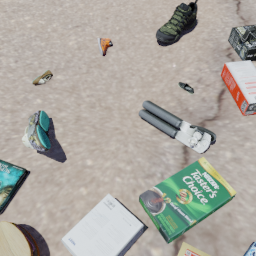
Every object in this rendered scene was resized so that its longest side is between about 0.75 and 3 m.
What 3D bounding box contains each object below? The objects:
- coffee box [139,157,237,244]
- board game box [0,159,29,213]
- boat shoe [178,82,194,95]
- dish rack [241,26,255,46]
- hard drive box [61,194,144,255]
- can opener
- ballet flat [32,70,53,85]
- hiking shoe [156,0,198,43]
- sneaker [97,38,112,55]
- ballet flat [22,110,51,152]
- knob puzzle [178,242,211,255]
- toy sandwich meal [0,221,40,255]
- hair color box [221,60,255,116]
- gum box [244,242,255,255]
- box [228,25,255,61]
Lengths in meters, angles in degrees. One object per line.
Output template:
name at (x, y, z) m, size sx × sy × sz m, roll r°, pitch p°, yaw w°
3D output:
coffee box at (1.731, 2.027, 8.232) m, size 2.494 × 0.548 × 1.534 m, roll -25°, pitch 56°, yaw -18°
board game box at (-4.505, 1.601, 8.723) m, size 2.254 × 0.317 × 1.525 m, roll 16°, pitch 53°, yaw 13°
boat shoe at (2.357, -1.677, 11.331) m, size 0.308 × 0.273 × 0.824 m, roll -28°, pitch 57°, yaw -20°
dish rack at (6.165, -3.547, 11.718) m, size 1.812 × 0.644 × 2.362 m, roll -20°, pitch 59°, yaw -13°
hard drive box at (-0.651, 2.882, 7.483) m, size 1.360 × 0.670 × 1.745 m, roll 37°, pitch 60°, yaw 25°
can opener at (1.675, -0.073, 9.917) m, size 2.831 × 0.745 × 0.941 m, roll 31°, pitch 23°, yaw 20°
ballet flat at (-3.511, -2.047, 11.644) m, size 0.357 × 0.334 × 0.986 m, roll 39°, pitch 55°, yaw 5°
hiking shoe at (2.320, -5.175, 13.326) m, size 1.097 × 1.459 × 2.898 m, roll 33°, pitch 59°, yaw 23°
sneaker at (-1.030, -3.825, 12.913) m, size 0.654 × 0.453 × 1.167 m, roll -9°, pitch 52°, yaw -5°
ballet flat at (-2.999, 0.223, 9.156) m, size 0.892 × 0.892 × 2.479 m, roll -12°, pitch 28°, yaw -9°
knob puzzle at (1.674, 3.674, 7.185) m, size 1.206 × 0.167 × 1.206 m, roll 0°, pitch 52°, yaw 0°
toy sandwich meal at (-3.372, 3.539, 6.749) m, size 2.558 × 0.876 × 2.558 m, roll 0°, pitch 47°, yaw 0°
hair color box at (4.678, -1.622, 11.004) m, size 1.186 × 0.716 × 2.337 m, roll -7°, pitch 51°, yaw -6°
gum box at (3.163, 4.392, 6.350) m, size 2.651 × 0.591 × 2.253 m, roll -38°, pitch 61°, yaw -26°
box at (5.636, -3.890, 12.776) m, size 1.393 × 0.732 × 1.701 m, roll -10°, pitch 52°, yaw -8°
